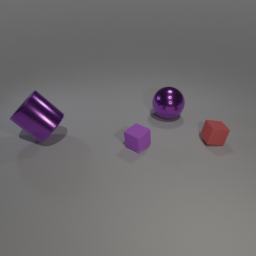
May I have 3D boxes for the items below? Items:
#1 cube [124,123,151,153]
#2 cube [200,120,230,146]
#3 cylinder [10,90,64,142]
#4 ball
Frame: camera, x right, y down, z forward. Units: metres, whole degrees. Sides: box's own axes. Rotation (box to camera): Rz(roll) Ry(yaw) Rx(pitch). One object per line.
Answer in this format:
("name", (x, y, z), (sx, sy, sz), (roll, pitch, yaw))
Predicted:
("cube", (0.352, 0.367, 10.253), (0.700, 0.700, 0.700), (24, 44, 35))
("cube", (3.254, 0.175, 10.528), (0.700, 0.700, 0.700), (6, 29, -15))
("cylinder", (-3.341, -0.428, 10.361), (1.400, 1.400, 1.400), (-41, 21, 20))
("ball", (1.740, -1.084, 12.080), (1.400, 1.400, 1.400), (0, 31, 0))
